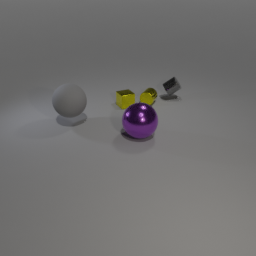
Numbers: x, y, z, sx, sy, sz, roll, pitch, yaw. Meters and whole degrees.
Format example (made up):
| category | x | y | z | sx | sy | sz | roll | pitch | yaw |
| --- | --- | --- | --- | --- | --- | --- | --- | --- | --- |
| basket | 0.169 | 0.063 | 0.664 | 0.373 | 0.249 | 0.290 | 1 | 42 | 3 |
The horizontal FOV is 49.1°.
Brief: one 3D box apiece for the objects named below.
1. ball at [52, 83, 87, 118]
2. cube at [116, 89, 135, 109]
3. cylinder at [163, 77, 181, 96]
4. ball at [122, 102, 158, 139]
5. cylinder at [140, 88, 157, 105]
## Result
| category | x | y | z | sx | sy | sz | roll | pitch | yaw |
| --- | --- | --- | --- | --- | --- | --- | --- | --- | --- |
| ball | -2.397 | -1.121 | 11.499 | 1.400 | 1.400 | 1.400 | 0 | 29 | 0 |
| cube | -0.122 | -1.394 | 13.515 | 0.700 | 0.700 | 0.700 | -14 | 31 | -23 |
| cylinder | 2.206 | -2.095 | 14.021 | 0.700 | 0.700 | 0.700 | -31 | 22 | 20 |
| ball | 0.463 | -0.282 | 10.763 | 1.400 | 1.400 | 1.400 | 0 | 29 | 0 |
| cylinder | 1.015 | -1.550 | 13.792 | 0.700 | 0.700 | 0.700 | 12 | 31 | 21 |
